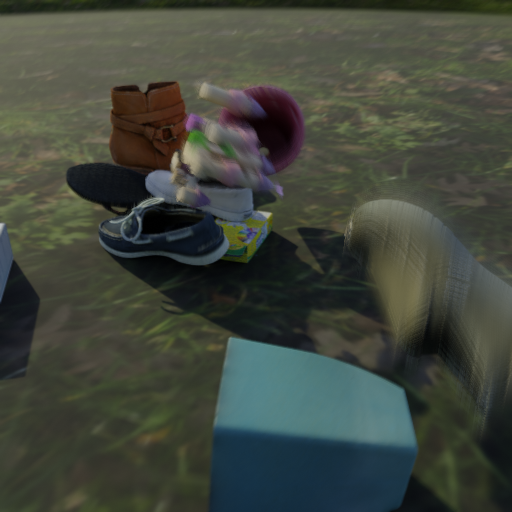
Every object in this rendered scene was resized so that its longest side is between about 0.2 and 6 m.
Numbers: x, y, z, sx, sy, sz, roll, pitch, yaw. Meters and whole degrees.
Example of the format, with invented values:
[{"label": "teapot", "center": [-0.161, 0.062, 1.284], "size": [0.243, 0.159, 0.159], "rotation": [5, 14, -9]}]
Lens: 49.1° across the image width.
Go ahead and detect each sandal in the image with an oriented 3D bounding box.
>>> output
[{"label": "sandal", "center": [-2.201, -1.043, 10.672], "size": [2.913, 0.697, 1.095], "rotation": [13, 41, -4]}]

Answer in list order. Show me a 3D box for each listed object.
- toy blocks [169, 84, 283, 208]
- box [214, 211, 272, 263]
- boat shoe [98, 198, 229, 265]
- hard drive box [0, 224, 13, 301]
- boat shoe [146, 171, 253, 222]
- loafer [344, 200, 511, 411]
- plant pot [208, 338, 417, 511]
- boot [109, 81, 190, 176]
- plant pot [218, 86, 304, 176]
[{"label": "toy blocks", "center": [-0.393, -1.535, 8.897], "size": [1.448, 1.720, 1.607], "rotation": [13, 39, -23]}, {"label": "box", "center": [-0.362, -0.336, 9.630], "size": [0.916, 0.378, 1.561], "rotation": [9, 28, 18]}, {"label": "boat shoe", "center": [-1.656, -0.434, 9.072], "size": [2.609, 0.807, 0.977], "rotation": [11, 47, 36]}, {"label": "hard drive box", "center": [-4.491, 0.240, 8.277], "size": [1.380, 0.680, 1.770], "rotation": [-6, 30, -11]}, {"label": "boat shoe", "center": [-1.038, -1.257, 10.026], "size": [2.160, 0.710, 0.777], "rotation": [22, 36, 24]}, {"label": "loafer", "center": [1.894, 0.442, 6.172], "size": [1.075, 1.161, 3.087], "rotation": [-30, 45, -14]}, {"label": "plant pot", "center": [0.507, 1.680, 5.228], "size": [1.742, 1.231, 1.230], "rotation": [5, 29, 1]}, {"label": "boot", "center": [-1.528, -2.450, 11.462], "size": [2.911, 2.260, 1.116], "rotation": [-6, 30, -10]}, {"label": "plant pot", "center": [0.127, -2.154, 10.404], "size": [1.544, 1.544, 1.382], "rotation": [3, -7, 5]}]
